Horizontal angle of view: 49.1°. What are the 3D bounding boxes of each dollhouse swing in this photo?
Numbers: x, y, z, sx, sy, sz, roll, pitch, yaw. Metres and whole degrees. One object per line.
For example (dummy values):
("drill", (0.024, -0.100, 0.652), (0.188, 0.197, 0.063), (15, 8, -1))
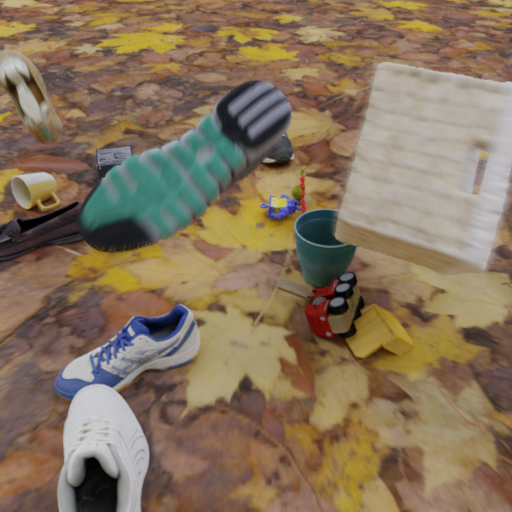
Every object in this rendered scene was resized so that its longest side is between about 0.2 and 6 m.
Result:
("dollhouse swing", (2.026, 1.377, 9.387), (0.760, 0.735, 0.836), (28, 21, -36))

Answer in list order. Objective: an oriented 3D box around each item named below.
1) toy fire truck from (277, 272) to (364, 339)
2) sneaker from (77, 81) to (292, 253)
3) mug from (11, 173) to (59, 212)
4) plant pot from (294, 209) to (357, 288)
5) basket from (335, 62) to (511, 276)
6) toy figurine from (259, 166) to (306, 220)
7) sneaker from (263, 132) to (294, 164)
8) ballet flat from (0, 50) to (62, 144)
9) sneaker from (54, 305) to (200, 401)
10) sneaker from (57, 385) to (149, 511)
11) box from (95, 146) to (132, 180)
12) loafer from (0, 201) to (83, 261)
("toy fire truck", (1.050, 0.805, 9.722), (1.361, 0.876, 1.198), (-9, 27, 27))
("sneaker", (-0.813, -0.957, 7.415), (3.083, 1.350, 1.147), (-34, 80, -2))
("mug", (-4.967, -1.457, 12.764), (0.766, 0.956, 0.785), (-12, 13, 42))
("plant pot", (1.290, -0.072, 10.458), (1.209, 1.136, 1.209), (0, 37, 0))
("basket", (2.346, -1.119, 8.035), (1.967, 2.424, 2.446), (15, -2, 7))
("toy figurine", (0.580, -1.260, 12.268), (1.022, 0.900, 1.707), (-2, 36, 6))
("sneaker", (0.309, -3.303, 14.691), (0.955, 1.086, 2.565), (-10, 39, -12))
("ballet flat", (-4.379, -3.160, 10.619), (0.777, 0.720, 2.205), (-33, 82, -6))
("sneaker", (-2.004, 1.402, 8.648), (2.316, 1.021, 0.872), (-21, 44, -24))
("sneaker", (-1.871, 2.527, 6.846), (1.109, 1.414, 2.845), (-11, 39, -14))
("box", (-3.453, -2.237, 13.748), (0.880, 0.542, 0.873), (-8, 38, -10))
("loafer", (-4.621, -0.563, 11.387), (2.446, 0.770, 0.879), (-15, 40, -19))
